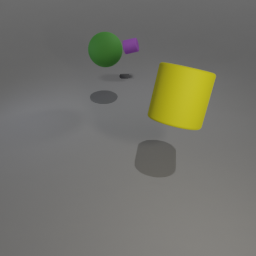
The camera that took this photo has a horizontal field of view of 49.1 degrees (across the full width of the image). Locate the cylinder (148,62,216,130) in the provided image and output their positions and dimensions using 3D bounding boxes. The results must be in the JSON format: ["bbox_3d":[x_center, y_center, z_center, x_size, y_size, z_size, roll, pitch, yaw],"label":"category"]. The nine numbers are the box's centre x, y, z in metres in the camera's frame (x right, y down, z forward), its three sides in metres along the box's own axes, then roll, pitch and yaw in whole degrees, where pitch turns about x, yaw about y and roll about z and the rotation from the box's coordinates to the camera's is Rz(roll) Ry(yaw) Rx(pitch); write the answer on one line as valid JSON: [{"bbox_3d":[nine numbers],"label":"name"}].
[{"bbox_3d":[1.318,-0.808,7.019,1.400,1.400,1.400,12,12,-3],"label":"cylinder"}]

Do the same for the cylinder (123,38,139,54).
[{"bbox_3d":[0.149,-4.218,14.413,0.700,0.700,0.700,-8,30,15],"label":"cylinder"}]

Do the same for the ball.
[{"bbox_3d":[-0.922,-3.189,11.425,1.400,1.400,1.400,0,32,0],"label":"ball"}]
